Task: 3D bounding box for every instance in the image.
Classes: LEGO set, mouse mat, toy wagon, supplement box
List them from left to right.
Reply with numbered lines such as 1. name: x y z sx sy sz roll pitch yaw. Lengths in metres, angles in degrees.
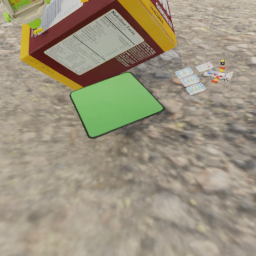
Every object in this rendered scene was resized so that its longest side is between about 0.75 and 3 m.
1. toy wagon: -1.921 -2.310 5.249 0.903 1.164 0.230 -33 58 -14
2. supplement box: -0.768 -2.983 6.806 2.988 1.984 2.948 -19 63 28
3. mouse mat: -0.319 -0.569 5.861 1.575 0.074 1.958 -21 38 -10
4. LEGO set: 1.819 -1.298 6.518 1.194 0.293 0.892 -19 47 -3
